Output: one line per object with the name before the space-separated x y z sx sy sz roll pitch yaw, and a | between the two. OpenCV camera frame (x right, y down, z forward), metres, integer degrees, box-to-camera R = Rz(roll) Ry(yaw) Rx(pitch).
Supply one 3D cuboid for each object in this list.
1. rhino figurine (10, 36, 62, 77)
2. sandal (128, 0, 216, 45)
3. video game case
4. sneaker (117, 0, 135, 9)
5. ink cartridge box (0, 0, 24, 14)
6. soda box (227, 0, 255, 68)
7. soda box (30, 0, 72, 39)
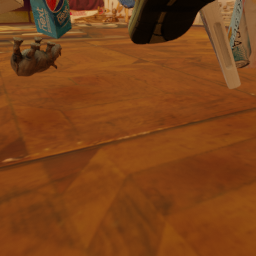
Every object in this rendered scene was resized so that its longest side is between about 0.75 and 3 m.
rhino figurine | -1.498 -1.215 4.785 0.414 0.606 1.385 26 22 6
sandal | 0.512 -1.542 2.766 0.928 0.667 2.336 -1 -7 -19
video game case | 1.927 -2.836 6.809 0.348 2.711 2.981 -19 49 20
sneaker | -0.069 -2.403 4.589 0.336 0.857 0.382 -21 19 -8
ink cartridge box | -3.536 -3.941 7.359 1.057 1.455 1.052 -8 -7 21
soda box | 3.164 -2.786 7.066 0.928 2.714 0.863 1 54 7
soda box | -2.598 -4.426 9.081 0.949 2.799 0.898 24 54 16
